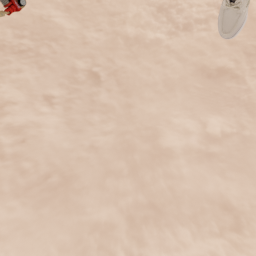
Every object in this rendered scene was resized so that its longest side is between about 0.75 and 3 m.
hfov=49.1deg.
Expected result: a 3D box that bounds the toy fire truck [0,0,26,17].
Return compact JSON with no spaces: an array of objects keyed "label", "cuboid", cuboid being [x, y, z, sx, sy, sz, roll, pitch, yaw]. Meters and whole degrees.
[{"label":"toy fire truck","cuboid":[-3.420,-3.438,7.640,0.597,0.816,0.927,14,61,38]}]

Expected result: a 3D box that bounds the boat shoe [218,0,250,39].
[{"label":"boat shoe","cuboid":[2.556,-3.048,6.526,0.715,1.986,0.653,31,37,22]}]
